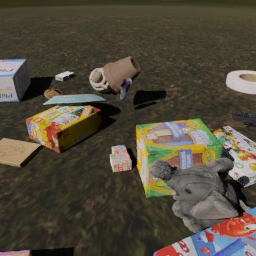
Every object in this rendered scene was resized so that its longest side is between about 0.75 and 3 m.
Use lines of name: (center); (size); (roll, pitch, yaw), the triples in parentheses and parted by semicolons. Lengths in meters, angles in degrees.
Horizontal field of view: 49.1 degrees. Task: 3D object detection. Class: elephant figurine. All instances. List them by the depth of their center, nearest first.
elephant figurine: (1.486, 1.219, 5.457); (1.621, 2.089, 1.478); (-32, 59, -10)

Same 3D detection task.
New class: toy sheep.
toy sheep: (-1.081, -2.133, 12.659); (1.210, 1.210, 1.756); (14, -3, 23)

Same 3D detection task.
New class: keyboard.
keyboard: (4.811, -0.318, 10.390); (1.801, 0.185, 1.144); (6, 30, 12)

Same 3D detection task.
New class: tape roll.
tape roll: (5.942, -2.241, 13.534); (2.310, 0.422, 2.310); (1, 30, 0)

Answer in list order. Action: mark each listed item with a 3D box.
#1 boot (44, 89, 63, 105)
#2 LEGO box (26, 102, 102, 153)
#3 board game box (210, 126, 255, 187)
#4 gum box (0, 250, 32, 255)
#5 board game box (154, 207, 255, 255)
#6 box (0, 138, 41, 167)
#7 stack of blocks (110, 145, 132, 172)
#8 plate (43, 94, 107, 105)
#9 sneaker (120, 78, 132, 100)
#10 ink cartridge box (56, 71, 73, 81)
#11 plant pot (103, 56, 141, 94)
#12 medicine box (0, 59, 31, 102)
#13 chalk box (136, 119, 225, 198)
boot: (-3.164, -1.482, 12.062); (0.543, 0.557, 1.475); (-25, 37, -34)
LEGO box: (-2.096, -0.134, 9.445); (1.484, 0.769, 1.993); (20, 35, 31)
board game box: (3.172, 0.734, 8.289); (1.434, 0.393, 2.271); (-14, 32, -21)
gum box: (-2.743, 2.757, 4.340); (2.279, 0.754, 1.294); (-2, 31, -4)
board game box: (2.275, 2.737, 4.335); (2.791, 0.797, 2.850); (-14, 32, -22)
box: (-3.558, 0.725, 8.575); (1.376, 0.146, 1.125); (7, 30, 14)
stack of blocks: (-0.256, 0.873, 8.181); (0.526, 0.268, 0.913); (-6, 30, -11)
plate: (-1.987, -1.085, 10.631); (2.400, 0.307, 2.400); (-4, 4, 0)
sneaker: (-0.187, -1.429, 10.258); (0.391, 0.892, 0.332); (-5, 39, -41)
ink cartridge box: (-3.263, -2.688, 14.526); (0.487, 0.225, 0.894); (17, 32, 27)
plant pot: (-0.143, -2.120, 10.658); (1.112, 1.275, 1.275); (-30, 17, 28)
medicine box: (-5.781, -2.129, 12.500); (2.188, 1.237, 2.402); (-3, 29, -4)
chalk box: (1.465, 0.723, 7.271); (2.300, 1.431, 1.424); (-6, 30, -7)
